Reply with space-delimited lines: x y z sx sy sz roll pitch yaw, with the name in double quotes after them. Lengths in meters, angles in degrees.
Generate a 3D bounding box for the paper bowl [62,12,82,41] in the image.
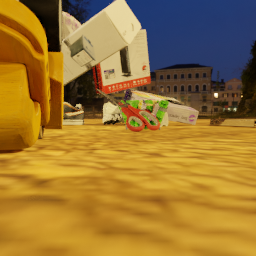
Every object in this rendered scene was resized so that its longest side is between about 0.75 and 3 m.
-3.047 -3.172 11.279 2.800 2.800 1.456 -1 -5 -24 "paper bowl"

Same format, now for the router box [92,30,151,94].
-0.308 -2.986 12.485 2.761 2.478 0.675 -20 21 -35 "router box"

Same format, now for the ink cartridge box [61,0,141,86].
-1.068 -2.501 8.224 2.537 1.090 1.858 -26 24 29 "ink cartridge box"

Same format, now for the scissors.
-0.042 -0.596 7.948 0.911 0.173 2.491 -14 39 -25 "scissors"

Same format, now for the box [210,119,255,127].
5.038 -0.216 11.269 2.263 0.295 2.769 0 2 -16 "box"

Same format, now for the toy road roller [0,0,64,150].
-1.771 -0.412 3.664 1.760 2.091 2.865 1 -35 -12 "toy road roller"

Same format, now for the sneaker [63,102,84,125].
-3.171 -0.608 12.205 2.643 1.050 1.037 -4 5 -38 "sneaker"

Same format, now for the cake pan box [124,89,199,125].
1.499 -1.005 13.036 2.842 0.743 2.617 10 17 -20 "cake pan box"

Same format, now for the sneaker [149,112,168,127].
1.016 -0.334 10.983 0.928 0.590 1.627 -2 1 24 "sneaker"

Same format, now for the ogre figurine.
0.409 -0.371 8.072 1.447 0.868 0.710 1 -2 -6 "ogre figurine"

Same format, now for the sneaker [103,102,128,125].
-0.056 -0.711 13.013 2.516 1.020 0.945 0 -18 -38 "sneaker"
